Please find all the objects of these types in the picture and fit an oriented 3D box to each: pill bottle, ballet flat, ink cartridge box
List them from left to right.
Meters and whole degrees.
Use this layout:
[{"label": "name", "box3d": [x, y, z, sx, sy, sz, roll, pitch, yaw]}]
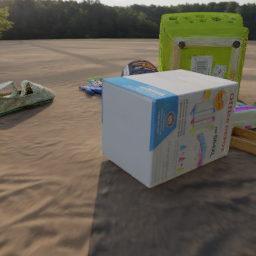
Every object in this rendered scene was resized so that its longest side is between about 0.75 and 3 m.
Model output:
[{"label": "ballet flat", "box3d": [-3.540, -1.126, 9.308, 0.995, 0.920, 2.950, 11, 24, 27]}, {"label": "pill bottle", "box3d": [0.472, -1.292, 9.043, 1.432, 1.432, 2.696, -1, 23, -2]}, {"label": "ink cartridge box", "box3d": [0.957, -0.208, 5.837, 2.598, 1.670, 1.627, -15, 27, -33]}]

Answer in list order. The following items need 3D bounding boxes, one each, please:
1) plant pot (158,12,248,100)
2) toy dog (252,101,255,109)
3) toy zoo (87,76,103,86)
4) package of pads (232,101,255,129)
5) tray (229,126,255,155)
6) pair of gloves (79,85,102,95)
[{"label": "plant pot", "box3d": [2.535, -2.372, 9.954, 2.959, 2.974, 2.698, 2, 29, 7]}, {"label": "toy dog", "box3d": [5.148, -0.919, 7.807, 2.928, 1.410, 1.931, -9, 18, -14]}, {"label": "toy zoo", "box3d": [-1.299, -2.012, 12.191, 0.654, 0.102, 0.998, -17, 33, -28]}, {"label": "package of pads", "box3d": [2.478, -0.370, 7.786, 1.756, 0.599, 1.357, -7, 22, -16]}, {"label": "tray", "box3d": [2.923, 0.349, 6.391, 0.739, 0.277, 1.498, -19, 27, -39]}, {"label": "pair of gloves", "box3d": [-0.927, -1.764, 11.895, 1.864, 0.264, 2.319, 17, 26, 38]}]
